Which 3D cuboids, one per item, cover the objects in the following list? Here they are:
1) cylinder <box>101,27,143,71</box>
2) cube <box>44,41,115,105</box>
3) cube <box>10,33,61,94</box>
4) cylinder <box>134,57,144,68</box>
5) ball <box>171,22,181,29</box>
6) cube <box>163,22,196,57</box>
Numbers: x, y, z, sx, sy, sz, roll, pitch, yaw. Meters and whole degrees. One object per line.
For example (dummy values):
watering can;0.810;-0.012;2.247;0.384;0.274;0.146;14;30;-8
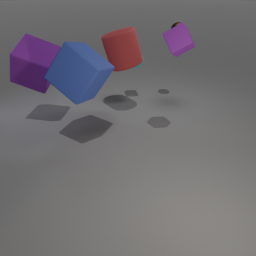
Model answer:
cylinder;-0.226;-3.221;11.445;1.400;1.400;1.400;-14;27;7
cube;-1.552;-1.821;9.170;1.400;1.400;1.400;40;22;4
cube;-3.534;-2.443;10.693;1.400;1.400;1.400;19;49;-8
cylinder;0.327;-3.312;13.264;0.700;0.700;0.700;-5;40;-9
ball;2.206;-4.275;12.290;0.700;0.700;0.700;0;28;0
cube;1.602;-2.727;8.715;0.700;0.700;0.700;-25;-4;21
